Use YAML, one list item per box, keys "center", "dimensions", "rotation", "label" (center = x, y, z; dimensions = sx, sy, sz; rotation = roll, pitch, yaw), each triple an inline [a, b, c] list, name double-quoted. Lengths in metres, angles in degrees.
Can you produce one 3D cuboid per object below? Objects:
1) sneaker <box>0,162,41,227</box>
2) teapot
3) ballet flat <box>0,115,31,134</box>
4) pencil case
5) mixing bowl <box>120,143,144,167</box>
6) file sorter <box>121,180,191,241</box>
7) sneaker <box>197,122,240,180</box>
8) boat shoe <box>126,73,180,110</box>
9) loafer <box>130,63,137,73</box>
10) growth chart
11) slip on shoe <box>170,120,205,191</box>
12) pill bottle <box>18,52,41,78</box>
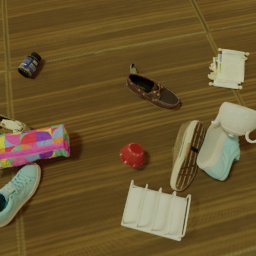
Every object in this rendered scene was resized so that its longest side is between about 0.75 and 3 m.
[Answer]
- center: [-3.584, 2.021, 8.855]
  dimensions: [0.838, 0.929, 2.268]
  rotation: [22, 65, 9]
  label: "sneaker"
- center: [3.410, -0.178, 8.710]
  dimensions: [1.318, 1.336, 0.975]
  rotation: [17, 104, 6]
  label: "teapot"
- center: [-4.488, -0.134, 9.992]
  dimensions: [2.186, 0.773, 0.773]
  rotation: [18, 66, 8]
  label: "ballet flat"
- center: [-3.348, 0.665, 9.244]
  dimensions: [2.823, 1.248, 1.248]
  rotation: [-13, 66, -12]
  label: "pencil case"
- center: [0.193, 0.816, 9.257]
  dimensions: [0.859, 0.465, 0.859]
  rotation: [12, 45, -12]
  label: "mixing bowl"
- center: [0.858, 2.482, 8.520]
  dimensions: [1.897, 1.181, 1.316]
  rotation: [13, 66, 5]
  label: "file sorter"
- center: [3.373, 0.537, 9.682]
  dimensions: [1.186, 1.070, 2.894]
  rotation: [44, 63, -14]
  label: "sneaker"
- center: [0.935, -1.381, 10.530]
  dimensions: [2.226, 0.783, 0.783]
  rotation: [24, 73, 9]
  label: "boat shoe"
- center: [0.212, -2.278, 11.244]
  dimensions: [0.286, 0.254, 0.753]
  rotation: [-11, 65, -5]
  label: "loafer"
- center: [4.063, -2.434, 11.360]
  dimensions: [1.488, 0.182, 2.057]
  rotation: [15, 66, 8]
  label: "growth chart"
- center: [1.866, 0.887, 9.533]
  dimensions: [0.762, 0.956, 2.514]
  rotation: [3, 67, 46]
  label: "slip on shoe"
- center: [-3.912, -2.535, 11.202]
  dimensions: [0.553, 0.553, 0.988]
  rotation: [23, 68, 10]
  label: "pill bottle"
